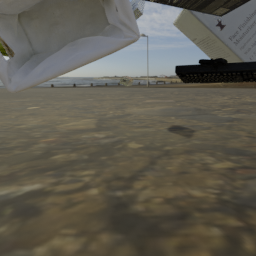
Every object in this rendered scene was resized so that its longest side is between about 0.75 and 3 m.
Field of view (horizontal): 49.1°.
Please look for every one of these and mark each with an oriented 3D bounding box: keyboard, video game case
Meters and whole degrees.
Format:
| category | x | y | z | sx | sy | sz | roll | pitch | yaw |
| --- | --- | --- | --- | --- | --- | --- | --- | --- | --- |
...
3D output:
| category | x | y | z | sx | sy | sz | roll | pitch | yaw |
| --- | --- | --- | --- | --- | --- | --- | --- | --- | --- |
| keyboard | 1.721 | -1.081 | 5.477 | 1.569 | 0.201 | 0.942 | 3 | -17 | 29 |
| video game case | 1.008 | -2.568 | 5.053 | 2.458 | 0.233 | 1.756 | 8 | 5 | -10 |

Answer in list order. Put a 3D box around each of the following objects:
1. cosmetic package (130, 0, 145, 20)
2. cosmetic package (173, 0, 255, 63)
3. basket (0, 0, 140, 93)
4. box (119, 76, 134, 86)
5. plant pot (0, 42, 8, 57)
| category | x | y | z | sx | sy | sz | roll | pitch | yaw |
| --- | --- | --- | --- | --- | --- | --- | --- | --- | --- |
| cosmetic package | 0.238 | -3.656 | 8.534 | 0.476 | 0.292 | 1.153 | -28 | 35 | 31 |
| cosmetic package | 3.034 | -3.259 | 8.265 | 2.511 | 2.069 | 2.071 | 40 | 6 | -7 |
| basket | -1.102 | -1.795 | 4.581 | 2.304 | 1.561 | 1.421 | -20 | 21 | 9 |
| box | -0.045 | -2.054 | 12.235 | 0.405 | 0.332 | 0.853 | 23 | 16 | 8 |
| plant pot | -2.454 | -2.802 | 6.442 | 2.477 | 2.489 | 2.258 | 7 | 1 | -19 |
